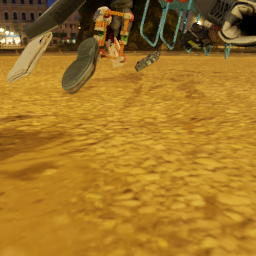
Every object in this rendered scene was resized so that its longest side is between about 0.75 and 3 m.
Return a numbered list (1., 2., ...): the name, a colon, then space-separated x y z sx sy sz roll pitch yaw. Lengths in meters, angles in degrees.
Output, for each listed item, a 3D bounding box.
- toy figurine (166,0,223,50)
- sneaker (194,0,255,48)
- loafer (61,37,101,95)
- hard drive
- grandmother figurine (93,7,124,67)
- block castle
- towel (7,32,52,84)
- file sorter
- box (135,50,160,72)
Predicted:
1. toy figurine: 1.801 -2.681 6.004 1.754 1.727 1.220 -33 19 -37
2. sneaker: 1.452 -1.687 4.076 1.643 0.625 1.187 41 35 26
3. loafer: -0.859 -1.235 5.817 0.600 0.525 1.669 -7 47 23
4. hard drive: -1.906 -3.245 7.740 1.640 0.386 2.350 -52 31 -17
5. grandmother figurine: -0.699 -3.353 10.208 0.695 2.296 1.392 -33 58 -10
6. block castle: -0.360 -2.214 6.751 0.795 1.190 0.558 13 17 5
7. towel: -3.328 -2.396 9.527 1.318 0.343 1.988 -10 50 40
8. file sorter: 2.151 -3.560 9.406 2.937 1.802 2.038 16 7 19
9. box: 0.617 -2.132 8.886 0.785 0.171 0.629 -25 23 26
